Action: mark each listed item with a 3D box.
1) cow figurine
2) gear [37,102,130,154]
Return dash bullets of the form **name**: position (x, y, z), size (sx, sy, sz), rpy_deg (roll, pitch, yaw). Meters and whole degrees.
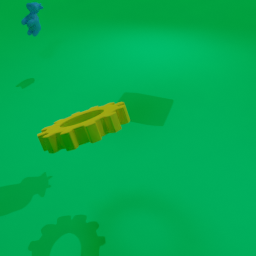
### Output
- **cow figurine**: position (-3.041, -3.556, 9.079), size (0.499, 0.909, 0.895), rpy_deg (16, 61, 18)
- **gear**: position (-0.655, -0.038, 4.234), size (1.354, 0.250, 1.354), rpy_deg (-18, 15, 5)
